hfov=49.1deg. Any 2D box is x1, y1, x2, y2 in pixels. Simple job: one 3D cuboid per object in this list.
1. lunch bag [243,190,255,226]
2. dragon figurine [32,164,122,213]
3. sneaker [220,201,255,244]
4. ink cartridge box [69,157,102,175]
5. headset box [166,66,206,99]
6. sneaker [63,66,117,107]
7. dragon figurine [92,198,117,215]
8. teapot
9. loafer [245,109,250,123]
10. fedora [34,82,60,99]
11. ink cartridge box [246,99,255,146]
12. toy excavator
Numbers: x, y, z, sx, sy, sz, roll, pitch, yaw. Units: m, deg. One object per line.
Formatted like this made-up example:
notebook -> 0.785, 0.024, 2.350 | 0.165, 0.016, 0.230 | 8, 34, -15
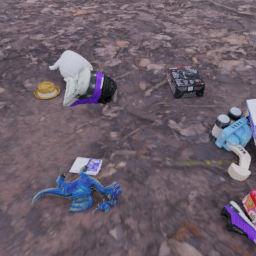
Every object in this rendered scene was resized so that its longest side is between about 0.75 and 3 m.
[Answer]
lunch bag -> 4.320, 2.464, 8.398 | 1.627, 0.667, 1.433 | 12, 34, -18
dragon figurine -> -1.611, 2.094, 8.916 | 2.838, 0.835, 1.411 | -17, 45, -20
sneaker -> 3.295, 2.942, 8.298 | 0.708, 0.495, 1.424 | -31, 55, -7
ink cartridge box -> -1.494, 1.416, 9.969 | 0.954, 0.209, 0.963 | 7, 26, 6
headset box -> 2.793, -2.348, 13.875 | 1.442, 0.748, 1.937 | -5, 42, -6
sneaker -> -1.044, -0.986, 7.909 | 1.242, 0.868, 2.498 | 10, -5, -23
dragon figurine -> -0.721, 2.517, 8.886 | 0.426, 0.252, 0.856 | 33, 50, 31
teapot -> -2.730, -2.880, 14.055 | 1.818, 1.794, 1.328 | 19, 76, 54
loafer -> 5.805, -0.156, 11.461 | 2.252, 0.852, 0.769 | 26, 49, 38
fedora -> -3.940, -1.894, 13.564 | 1.230, 0.502, 1.230 | 1, 42, 0
ink cartridge box -> 4.806, 0.195, 10.307 | 0.406, 1.853, 1.871 | -11, 39, 22
toy excavator -> 4.071, 0.581, 10.519 | 2.239, 1.150, 2.303 | -28, 58, -26
